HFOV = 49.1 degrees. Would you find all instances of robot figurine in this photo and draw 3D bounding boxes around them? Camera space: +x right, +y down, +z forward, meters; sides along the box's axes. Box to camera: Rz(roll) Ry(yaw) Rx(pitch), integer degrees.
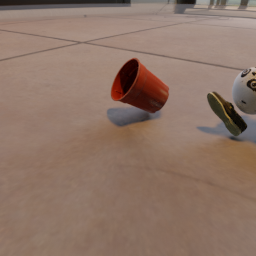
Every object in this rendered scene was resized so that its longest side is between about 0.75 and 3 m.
[{"bbox_3d":[3.541,-0.957,6.804,1.927,1.202,1.448,-6,3,-3],"label":"robot figurine"}]

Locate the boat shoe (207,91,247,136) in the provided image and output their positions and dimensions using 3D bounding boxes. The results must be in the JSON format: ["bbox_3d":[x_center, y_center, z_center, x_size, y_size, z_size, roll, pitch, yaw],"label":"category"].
[{"bbox_3d":[2.464,-0.410,6.980,0.384,1.275,0.455,-34,-2,-14],"label":"boat shoe"}]

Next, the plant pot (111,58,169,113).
[{"bbox_3d":[0.390,-1.079,7.800,1.250,1.285,1.285,25,16,-30],"label":"plant pot"}]
